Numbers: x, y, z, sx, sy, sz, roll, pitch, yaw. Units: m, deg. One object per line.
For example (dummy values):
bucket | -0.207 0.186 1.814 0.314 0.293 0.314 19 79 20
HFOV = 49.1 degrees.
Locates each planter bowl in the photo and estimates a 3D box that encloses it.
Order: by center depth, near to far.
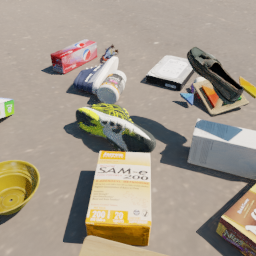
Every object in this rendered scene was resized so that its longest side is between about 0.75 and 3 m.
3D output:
planter bowl | -2.914 1.580 6.802 1.629 0.678 1.629 0 39 0

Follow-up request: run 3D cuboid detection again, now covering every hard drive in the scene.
hard drive | 1.945 -2.451 12.119 1.585 0.429 2.269 19 41 22

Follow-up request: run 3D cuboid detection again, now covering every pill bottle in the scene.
pill bottle | -0.573 -1.583 10.679 0.843 0.843 1.449 9 39 11

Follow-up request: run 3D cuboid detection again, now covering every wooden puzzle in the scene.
wooden puzzle | 3.411 -1.315 10.293 2.607 0.305 1.759 -24 59 -11

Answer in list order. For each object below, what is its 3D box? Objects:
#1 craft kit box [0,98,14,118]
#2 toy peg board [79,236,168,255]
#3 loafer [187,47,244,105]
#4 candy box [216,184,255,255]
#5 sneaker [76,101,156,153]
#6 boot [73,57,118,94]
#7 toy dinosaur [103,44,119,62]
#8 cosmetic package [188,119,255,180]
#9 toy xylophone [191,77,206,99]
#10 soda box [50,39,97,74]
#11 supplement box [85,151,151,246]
craft kit box | -5.543 -0.609 8.842 2.694 0.654 2.661 7 12 10
toy peg board | 0.330 3.498 4.150 2.809 1.374 2.798 9 55 13
loafer | 2.470 -1.602 7.831 0.723 0.633 2.012 -30 75 -23
candy box | 3.269 1.969 6.332 2.318 0.654 1.352 -26 45 -31
sneaker | -0.280 -0.183 8.695 2.951 1.099 1.249 25 45 29
boot | -1.261 -2.324 11.549 1.109 0.893 2.456 16 41 11
toy dinosaur | -0.924 -3.523 13.614 1.332 0.700 1.209 -9 32 53
cosmetic package | 2.785 0.593 7.713 2.052 1.104 0.870 14 39 14
toy xylophone | 3.315 -1.480 10.842 1.724 0.433 1.262 10 54 9
soda box | -2.429 -3.336 12.915 0.737 0.813 2.324 23 44 26
supplement box | -0.149 1.570 6.698 1.377 0.803 2.185 2 38 1
